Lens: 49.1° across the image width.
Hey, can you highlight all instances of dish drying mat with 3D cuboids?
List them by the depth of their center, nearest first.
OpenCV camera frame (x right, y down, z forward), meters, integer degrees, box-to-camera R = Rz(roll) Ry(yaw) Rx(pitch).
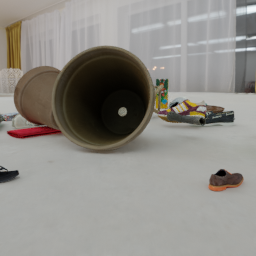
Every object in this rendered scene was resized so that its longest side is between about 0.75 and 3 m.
[{"bbox_3d":[-2.869,0.071,9.935,0.951,0.225,2.478,8,13,44],"label":"dish drying mat"}]

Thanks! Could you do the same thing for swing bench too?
[{"bbox_3d":[0.095,-1.306,13.790,2.590,1.689,2.604,5,11,27],"label":"swing bench"}]

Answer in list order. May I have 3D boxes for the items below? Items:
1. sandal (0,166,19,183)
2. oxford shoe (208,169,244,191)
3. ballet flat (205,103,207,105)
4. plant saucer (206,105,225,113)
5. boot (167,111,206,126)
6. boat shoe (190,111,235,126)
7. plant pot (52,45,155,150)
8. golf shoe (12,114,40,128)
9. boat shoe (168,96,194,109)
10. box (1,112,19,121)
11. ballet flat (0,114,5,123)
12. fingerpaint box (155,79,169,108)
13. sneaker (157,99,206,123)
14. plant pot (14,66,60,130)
[{"bbox_3d":[-2.625,0.835,5.149,1.165,0.250,0.443,-1,9,-4],"label":"sandal"},{"bbox_3d":[1.733,0.858,4.853,0.831,0.301,0.296,-7,12,-37],"label":"oxford shoe"},{"bbox_3d":[4.322,-1.223,17.232,1.765,0.595,0.550,-5,-18,-47],"label":"ballet flat"},{"bbox_3d":[4.214,-0.937,15.284,2.015,0.369,2.015,0,13,0],"label":"plant saucer"},{"bbox_3d":[1.764,-0.265,8.501,0.851,0.340,0.936,4,11,-44],"label":"boot"},{"bbox_3d":[3.453,-0.419,11.611,2.048,0.618,0.774,-3,10,-17],"label":"boat shoe"},{"bbox_3d":[-0.448,-0.650,8.219,2.742,2.742,2.379,2,-7,13],"label":"plant pot"},{"bbox_3d":[-3.882,-0.278,11.111,0.709,0.571,1.457,11,15,27],"label":"golf shoe"},{"bbox_3d":[2.647,-1.106,14.589,1.029,1.008,2.890,3,12,-11],"label":"boat shoe"},{"bbox_3d":[-5.609,-0.555,13.541,0.893,0.260,1.305,5,11,29],"label":"box"},{"bbox_3d":[-5.423,-0.491,10.977,1.020,1.020,2.835,-4,10,-21],"label":"ballet flat"},{"bbox_3d":[2.394,-2.440,19.670,0.876,1.991,2.387,1,9,9],"label":"fingerpaint box"},{"bbox_3d":[2.118,-0.688,11.034,1.927,0.868,0.722,3,-17,28],"label":"sneaker"},{"bbox_3d":[-2.516,-0.847,9.560,2.162,2.162,1.885,-8,29,-39],"label":"plant pot"}]
